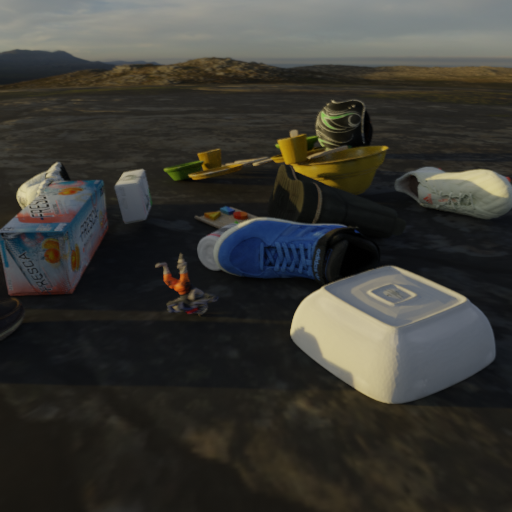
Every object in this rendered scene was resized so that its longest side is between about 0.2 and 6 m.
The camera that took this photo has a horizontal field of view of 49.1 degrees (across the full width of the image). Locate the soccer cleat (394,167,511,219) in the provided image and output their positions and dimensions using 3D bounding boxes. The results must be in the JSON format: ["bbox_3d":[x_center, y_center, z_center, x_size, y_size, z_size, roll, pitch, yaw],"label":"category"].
[{"bbox_3d":[4.482,-1.442,12.892,1.256,1.122,3.238,-13,18,-17],"label":"soccer cleat"}]

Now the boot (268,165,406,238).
[{"bbox_3d":[1.570,-1.033,12.083,2.231,1.250,3.226,11,18,-13],"label":"boot"}]

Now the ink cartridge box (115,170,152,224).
[{"bbox_3d":[-2.629,-1.292,12.097,0.490,0.852,1.167,-10,23,1],"label":"ink cartridge box"}]

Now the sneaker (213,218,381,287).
[{"bbox_3d":[0.738,-0.030,9.198,2.685,1.030,1.493,0,12,-19],"label":"sneaker"}]

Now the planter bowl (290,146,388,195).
[{"bbox_3d":[2.131,-2.045,14.096,2.473,1.030,2.473,-10,15,3],"label":"planter bowl"}]

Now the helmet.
[{"bbox_3d":[2.907,-4.317,18.954,1.798,1.886,1.886,2,20,24],"label":"helmet"}]

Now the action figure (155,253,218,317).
[{"bbox_3d":[-0.921,0.464,8.090,0.969,0.937,0.507,-9,30,32],"label":"action figure"}]

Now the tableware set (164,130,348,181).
[{"bbox_3d":[-0.233,-2.711,14.977,3.192,0.727,4.738,-22,17,-38],"label":"tableware set"}]

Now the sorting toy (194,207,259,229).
[{"bbox_3d":[-0.484,-0.808,12.279,1.138,0.227,1.540,-16,26,-36],"label":"sorting toy"}]

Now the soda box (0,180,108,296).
[{"bbox_3d":[-3.528,-0.457,10.147,1.043,1.122,3.280,-2,22,-4],"label":"soda box"}]

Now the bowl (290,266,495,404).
[{"bbox_3d":[1.772,0.848,7.327,2.179,0.815,2.182,-14,27,-30],"label":"bowl"}]

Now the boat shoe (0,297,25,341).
[{"bbox_3d":[-3.920,0.889,7.342,0.700,0.689,1.880,14,25,31],"label":"boat shoe"}]

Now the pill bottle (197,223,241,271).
[{"bbox_3d":[-0.498,-0.215,10.176,0.646,0.646,1.167,11,24,26],"label":"pill bottle"}]

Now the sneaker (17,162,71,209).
[{"bbox_3d":[-4.835,-1.262,12.650,1.133,1.050,2.795,-20,24,-4],"label":"sneaker"}]
